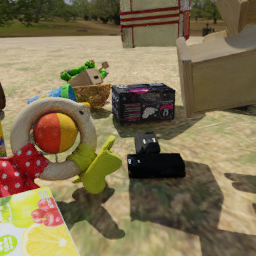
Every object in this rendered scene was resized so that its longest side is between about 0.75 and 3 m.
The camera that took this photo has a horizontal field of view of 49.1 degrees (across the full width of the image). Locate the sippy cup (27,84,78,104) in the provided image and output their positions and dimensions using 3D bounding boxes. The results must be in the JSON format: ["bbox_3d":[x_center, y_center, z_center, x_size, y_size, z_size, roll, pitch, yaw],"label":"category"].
[{"bbox_3d":[-2.100,-0.500,7.889,1.229,1.677,1.317,-11,61,1],"label":"sippy cup"}]

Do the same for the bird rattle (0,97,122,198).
[{"bbox_3d":[-1.340,0.397,4.939,2.309,1.882,1.301,-4,-15,-14],"label":"bird rattle"}]

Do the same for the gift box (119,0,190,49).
[{"bbox_3d":[0.545,-2.716,6.581,1.570,1.551,1.681,6,22,23],"label":"gift box"}]

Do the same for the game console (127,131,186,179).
[{"bbox_3d":[0.560,0.545,6.475,1.190,0.243,2.017,-1,23,-2],"label":"game console"}]

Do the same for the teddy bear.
[{"bbox_3d":[-1.709,-1.097,10.063,2.454,0.819,1.780,-3,13,12],"label":"teddy bear"}]

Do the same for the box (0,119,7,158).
[{"bbox_3d":[-3.049,0.525,4.462,1.111,1.754,1.821,11,24,25],"label":"box"}]

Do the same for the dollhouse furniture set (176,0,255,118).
[{"bbox_3d":[1.733,-1.905,5.101,1.990,2.625,2.996,-11,52,7],"label":"dollhouse furniture set"}]

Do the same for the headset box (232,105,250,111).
[{"bbox_3d":[3.867,-1.194,10.205,1.256,0.669,1.443,13,25,27],"label":"headset box"}]

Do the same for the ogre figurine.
[{"bbox_3d":[-1.910,-2.371,12.727,2.307,1.132,1.383,2,35,46],"label":"ogre figurine"}]

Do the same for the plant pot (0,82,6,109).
[{"bbox_3d":[-5.054,-1.076,8.982,1.586,1.586,1.570,19,36,39],"label":"plant pot"}]

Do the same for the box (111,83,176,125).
[{"bbox_3d":[0.442,-0.790,8.760,1.759,1.009,1.163,-4,21,-14],"label":"box"}]

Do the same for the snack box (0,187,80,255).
[{"bbox_3d":[-1.405,1.778,2.694,1.998,0.744,2.810,-11,25,-26],"label":"snack box"}]

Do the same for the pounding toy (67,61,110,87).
[{"bbox_3d":[-1.329,-1.982,11.238,1.606,0.735,1.411,-27,4,25],"label":"pounding toy"}]
